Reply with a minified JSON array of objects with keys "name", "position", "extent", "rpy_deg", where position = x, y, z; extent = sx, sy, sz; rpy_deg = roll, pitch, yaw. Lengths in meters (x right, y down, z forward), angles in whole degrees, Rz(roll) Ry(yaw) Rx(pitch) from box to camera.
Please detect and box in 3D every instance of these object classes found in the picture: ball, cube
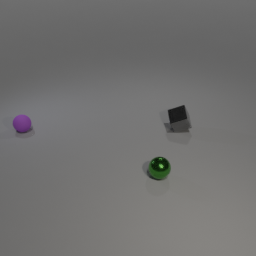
[{"name":"ball","position":[0.982,1.235,8.696],"extent":[0.700,0.700,0.700],"rpy_deg":[0,30,0]},{"name":"cube","position":[2.032,-0.357,11.021],"extent":[0.700,0.700,0.700],"rpy_deg":[-17,53,19]},{"name":"ball","position":[-4.214,-0.187,11.144],"extent":[0.700,0.700,0.700],"rpy_deg":[0,30,0]}]
